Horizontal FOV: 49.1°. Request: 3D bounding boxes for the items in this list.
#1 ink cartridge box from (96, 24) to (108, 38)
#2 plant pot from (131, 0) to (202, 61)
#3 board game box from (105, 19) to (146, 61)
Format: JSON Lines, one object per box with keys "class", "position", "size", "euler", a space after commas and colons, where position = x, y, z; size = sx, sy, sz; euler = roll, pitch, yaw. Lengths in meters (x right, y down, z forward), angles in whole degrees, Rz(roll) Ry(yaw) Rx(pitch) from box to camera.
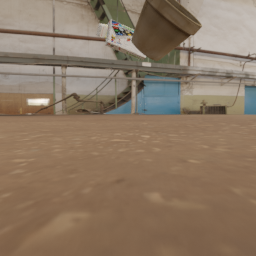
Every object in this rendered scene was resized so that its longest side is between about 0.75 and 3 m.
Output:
{"class": "ink cartridge box", "position": [-1.077, -4.677, 13.511], "size": [0.784, 0.569, 0.327], "euler": [-8, 40, -39]}
{"class": "plant pot", "position": [0.966, -2.971, 8.340], "size": [1.845, 1.845, 1.601], "euler": [-4, -38, -53]}
{"class": "board game box", "position": [-0.033, -3.601, 11.517], "size": [1.778, 1.122, 0.308], "euler": [16, -23, -26]}
